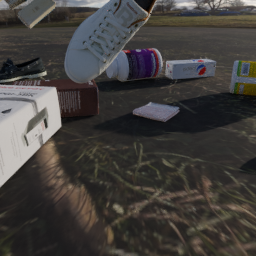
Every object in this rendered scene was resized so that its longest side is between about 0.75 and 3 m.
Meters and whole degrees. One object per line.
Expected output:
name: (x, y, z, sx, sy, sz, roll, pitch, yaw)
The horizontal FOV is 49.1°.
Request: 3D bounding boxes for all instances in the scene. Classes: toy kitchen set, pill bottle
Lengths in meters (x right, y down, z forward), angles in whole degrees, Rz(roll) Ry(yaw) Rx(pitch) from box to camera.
toy kitchen set: (-2.891, -3.454, 7.538, 0.943, 1.601, 1.282, -46, 13, -13)
pill bottle: (0.256, -2.876, 12.804, 2.429, 1.366, 1.366, -11, 26, -23)
pill bottle: (5.121, -1.836, 10.574, 2.272, 1.262, 1.262, 9, 25, 20)

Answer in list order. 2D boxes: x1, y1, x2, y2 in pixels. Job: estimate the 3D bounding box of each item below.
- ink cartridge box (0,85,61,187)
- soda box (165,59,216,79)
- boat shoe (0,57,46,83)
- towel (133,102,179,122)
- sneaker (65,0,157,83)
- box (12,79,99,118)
ink cartridge box: (-3.182, -0.043, 6.532, 2.180, 1.231, 2.971, 3, 25, 10)
soda box: (3.037, -2.872, 13.578, 2.338, 0.744, 0.796, -8, 25, -17)
boat shoe: (-5.291, -2.756, 13.004, 2.975, 0.986, 1.112, -15, 28, -31)
towel: (0.922, -0.544, 9.005, 1.164, 0.188, 1.112, 15, 28, 32)
sneaker: (-0.256, -1.600, 4.331, 0.756, 2.077, 0.879, 38, -3, -16)
box: (-2.338, -0.960, 8.990, 2.669, 1.000, 1.337, -4, 24, -13)
